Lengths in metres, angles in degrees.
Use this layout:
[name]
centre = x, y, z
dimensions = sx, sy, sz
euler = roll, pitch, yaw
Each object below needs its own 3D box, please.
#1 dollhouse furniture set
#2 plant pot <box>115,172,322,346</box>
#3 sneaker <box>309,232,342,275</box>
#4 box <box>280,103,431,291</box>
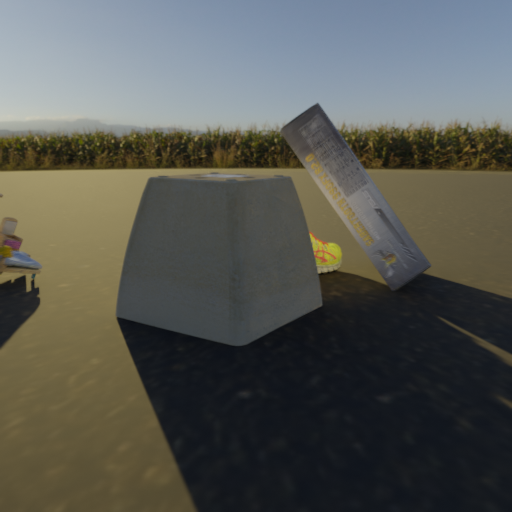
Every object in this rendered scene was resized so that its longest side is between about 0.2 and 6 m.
[dollhouse furniture set]
centre = -4.034, -0.340, 9.191
dimensions = 1.670, 1.090, 1.576
euler = 22, 5, 26
[plant pot]
centre = -0.454, -0.147, 7.265
dimensions = 2.030, 1.799, 2.032
euler = 8, 14, 33
[sneaker]
centre = 0.871, -0.123, 9.548
dimensions = 0.735, 0.849, 1.880
euler = 7, 12, 39
[box]
centre = 1.609, -1.039, 9.228
dimensions = 0.716, 2.960, 2.345
euler = -35, 5, 14
